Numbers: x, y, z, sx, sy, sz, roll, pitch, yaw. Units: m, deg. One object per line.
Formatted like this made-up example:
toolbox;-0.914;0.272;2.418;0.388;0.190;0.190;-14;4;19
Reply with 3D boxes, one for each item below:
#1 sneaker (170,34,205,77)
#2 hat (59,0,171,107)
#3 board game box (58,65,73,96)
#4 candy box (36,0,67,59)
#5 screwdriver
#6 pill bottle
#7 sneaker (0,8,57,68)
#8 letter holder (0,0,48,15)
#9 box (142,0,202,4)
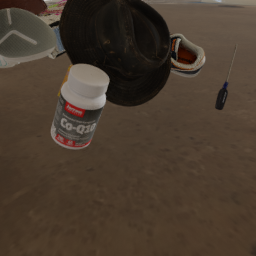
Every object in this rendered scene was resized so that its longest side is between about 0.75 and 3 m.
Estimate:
sneaker;0.957;-2.440;8.818;2.990;1.173;1.187;10;-11;2
hat;0.051;-1.911;5.788;2.843;2.843;1.147;-17;3;-28
board game box;-1.588;-1.245;7.470;0.151;1.006;0.481;29;29;2
candy box;-1.533;-3.031;7.836;2.728;0.832;1.860;-38;43;-25
screwdriver;2.453;-1.235;6.791;0.245;1.681;0.234;20;-1;13
pill bottle;-0.934;-0.395;5.430;0.862;1.514;0.862;16;36;-12
sneaker;-2.213;-1.519;5.060;2.413;0.849;0.967;5;-6;23
letter holder;-2.898;-3.396;7.055;1.553;1.104;0.781;-11;58;12
box;0.762;-4.203;7.804;2.702;0.491;1.950;-23;63;-41
